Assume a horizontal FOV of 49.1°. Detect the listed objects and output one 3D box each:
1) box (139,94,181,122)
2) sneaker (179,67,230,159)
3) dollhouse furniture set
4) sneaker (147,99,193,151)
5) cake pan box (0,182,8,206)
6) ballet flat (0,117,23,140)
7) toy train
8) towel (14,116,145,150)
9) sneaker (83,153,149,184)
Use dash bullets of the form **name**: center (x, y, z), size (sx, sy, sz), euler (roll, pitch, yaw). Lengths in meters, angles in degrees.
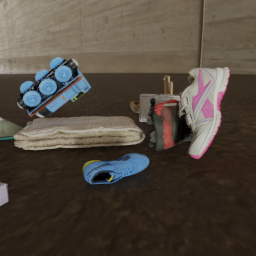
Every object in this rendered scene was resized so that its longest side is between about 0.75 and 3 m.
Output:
- **box**: center (1.153, -0.651, 9.140), size (1.536, 0.896, 0.462), euler (1, 14, 10)
- **sneaker**: center (1.378, -0.348, 5.494), size (0.847, 1.919, 0.781), euler (13, -18, 12)
- **dollhouse furniture set**: center (0.952, -1.418, 11.396), size (1.623, 1.323, 1.544), euler (-2, 14, -6)
- **sneaker**: center (1.333, -0.144, 6.738), size (1.393, 1.008, 2.852), euler (3, 12, 21)
- **cake pan box**: center (-2.408, 0.963, 3.678), size (1.221, 0.319, 1.125), euler (6, 17, 24)
- **ballet flat**: center (-3.916, -0.068, 6.753), size (2.730, 0.870, 0.920), euler (-7, 14, -27)
- **toy train**: center (-1.884, -0.966, 7.123), size (1.820, 1.040, 0.789), euler (-38, 44, 2)
- **towel**: center (-1.159, 0.033, 6.970), size (2.890, 0.498, 1.915), euler (-2, 12, -8)
- **sneaker**: center (-0.140, 0.717, 4.631), size (1.184, 0.390, 0.464), euler (-7, 24, -22)
